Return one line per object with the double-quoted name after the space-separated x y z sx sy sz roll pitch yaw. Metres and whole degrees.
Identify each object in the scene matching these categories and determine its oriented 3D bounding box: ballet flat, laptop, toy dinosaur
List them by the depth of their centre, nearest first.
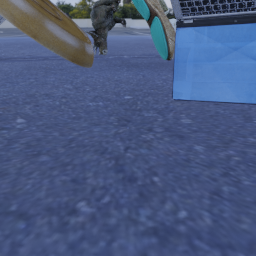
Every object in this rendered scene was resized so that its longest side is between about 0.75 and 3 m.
1.789 -1.742 4.899 2.421 2.586 1.499 6 65 27 "laptop"
0.892 -3.011 7.719 0.789 2.418 0.853 -21 -9 -18 "ballet flat"
-0.790 -3.896 9.438 1.410 2.758 1.061 -9 -22 27 "toy dinosaur"

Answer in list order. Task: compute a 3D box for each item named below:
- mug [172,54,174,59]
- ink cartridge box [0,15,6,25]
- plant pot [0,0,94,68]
1.805 -2.939 9.603 1.382 1.211 1.020 35 10 -47 "mug"
-3.529 -3.366 6.601 1.689 0.707 1.218 34 54 -14 "ink cartridge box"
-1.573 -2.044 4.837 2.644 0.363 2.644 39 15 -12 "plant pot"
